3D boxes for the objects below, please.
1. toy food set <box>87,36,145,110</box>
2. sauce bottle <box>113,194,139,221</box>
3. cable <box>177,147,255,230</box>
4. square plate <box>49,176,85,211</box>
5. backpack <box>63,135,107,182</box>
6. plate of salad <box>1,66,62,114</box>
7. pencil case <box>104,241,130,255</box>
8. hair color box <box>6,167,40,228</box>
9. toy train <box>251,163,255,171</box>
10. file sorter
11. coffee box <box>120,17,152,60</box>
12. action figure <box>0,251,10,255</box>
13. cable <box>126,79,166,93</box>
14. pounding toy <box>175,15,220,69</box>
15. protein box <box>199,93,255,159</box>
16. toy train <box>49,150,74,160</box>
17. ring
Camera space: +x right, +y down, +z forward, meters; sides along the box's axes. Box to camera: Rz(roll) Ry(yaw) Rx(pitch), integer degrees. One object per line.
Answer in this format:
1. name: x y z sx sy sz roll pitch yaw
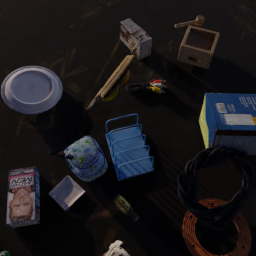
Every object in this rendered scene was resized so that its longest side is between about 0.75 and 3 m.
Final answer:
1. toy food set: -0.241 -1.694 9.465 0.557 2.777 1.917 37 30 -10
2. sauce bottle: -0.059 2.769 9.696 0.341 0.341 1.054 -40 65 -21
3. cable: 3.056 1.811 9.574 2.327 0.724 2.852 40 82 8
4. square plate: -2.195 2.338 10.080 0.941 0.135 0.950 38 66 20
5. backpack: -1.530 1.137 10.262 1.350 1.084 1.476 -33 68 -14
6. plate of salad: -4.162 -1.643 12.241 2.537 0.609 2.537 5 62 -9
7. pencil case: -1.004 4.663 7.963 2.978 1.332 1.158 -40 28 -21
8. hair color box: -3.632 2.388 9.788 0.961 0.581 1.921 -9 59 -6
9. toy train: 4.389 1.106 10.721 0.423 0.315 1.846 -25 61 -16
10. file sorter: 0.029 0.671 10.457 1.397 1.235 2.014 -14 60 -8
11. coffee box: 0.359 -4.367 13.640 0.726 1.028 1.819 -28 63 -17
12. action figure: -4.836 4.456 8.526 2.473 0.676 1.461 -25 59 -19
13. cable: 0.816 -1.945 12.503 1.779 0.448 0.864 6 59 3
14. pounding toy: 3.189 -4.244 13.516 2.128 1.108 2.422 19 60 11
15. protein box: 4.024 -0.106 10.481 2.162 1.459 2.146 2 42 1
16. toy train: -2.138 0.866 9.080 0.856 0.146 0.196 20 64 -25
17. ring: 2.940 3.485 9.346 2.242 0.215 2.242 0 58 -1
